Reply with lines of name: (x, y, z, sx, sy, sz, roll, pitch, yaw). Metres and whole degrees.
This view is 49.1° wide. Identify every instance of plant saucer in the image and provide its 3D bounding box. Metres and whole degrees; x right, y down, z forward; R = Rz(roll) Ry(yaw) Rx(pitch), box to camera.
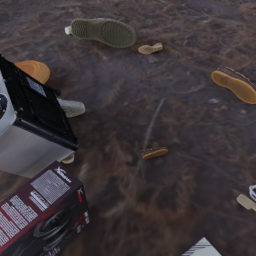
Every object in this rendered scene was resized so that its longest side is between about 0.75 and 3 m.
plant saucer: (-3.792, -1.821, 9.972, 1.978, 0.370, 1.978, -8, 46, 8)

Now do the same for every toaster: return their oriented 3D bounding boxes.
toaster: (-2.664, -0.244, 7.092, 1.600, 2.696, 2.438, -37, 59, 10)

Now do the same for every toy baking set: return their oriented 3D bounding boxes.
toy baking set: (3.826, 1.992, 6.784, 2.126, 0.247, 1.632, -9, 45, -9)

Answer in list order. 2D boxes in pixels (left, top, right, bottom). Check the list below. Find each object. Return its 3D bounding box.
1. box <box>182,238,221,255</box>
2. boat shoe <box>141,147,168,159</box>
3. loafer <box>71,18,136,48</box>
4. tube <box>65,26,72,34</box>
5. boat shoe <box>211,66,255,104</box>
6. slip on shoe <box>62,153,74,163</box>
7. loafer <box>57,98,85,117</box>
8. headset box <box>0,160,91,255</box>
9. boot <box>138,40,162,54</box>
box: (1.116, 2.940, 5.607, 1.551, 0.637, 0.530, -27, 52, -25)
boat shoe: (0.743, 0.656, 7.973, 0.761, 0.268, 0.267, -12, 51, -11)
loafer: (-0.942, -4.060, 11.627, 2.825, 1.074, 0.953, 17, 29, 11)
tube: (-2.319, -4.645, 12.926, 1.217, 0.353, 0.316, -35, 12, -31)
boat shoe: (3.882, -1.590, 9.766, 0.701, 0.702, 1.993, -29, 53, -20)
slip on shoe: (-1.888, 0.483, 8.065, 0.462, 0.368, 1.215, -16, 49, -15)
loafer: (-2.270, -0.726, 9.021, 1.812, 0.634, 0.632, 1, 55, 2)
headset box: (-1.955, 2.071, 5.638, 0.912, 1.758, 2.363, 32, 54, 27)
boot: (0.901, -3.452, 11.831, 1.048, 0.379, 0.871, -8, 35, -5)
